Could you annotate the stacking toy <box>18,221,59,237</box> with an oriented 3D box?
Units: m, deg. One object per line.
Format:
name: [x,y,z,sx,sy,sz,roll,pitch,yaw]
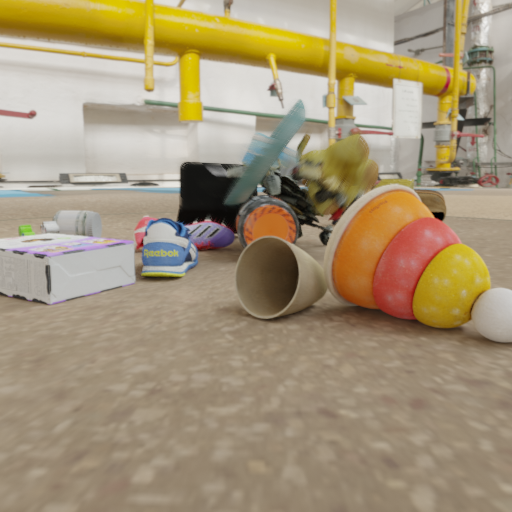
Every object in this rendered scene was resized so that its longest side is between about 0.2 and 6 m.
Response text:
stacking toy: [-5.178,-0.317,10.524,2.313,0.721,3.067,-5,10,-31]

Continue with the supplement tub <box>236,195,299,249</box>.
supplement tub: [0.191,-0.558,10.622,1.142,1.142,1.865,-1,9,-3]

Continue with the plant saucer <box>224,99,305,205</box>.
plant saucer: [0.210,-1.764,9.978,0.311,2.271,2.271,36,8,-4]

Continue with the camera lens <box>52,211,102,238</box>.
camera lens: [-3.941,-0.621,12.277,0.928,0.743,0.743,0,9,3]

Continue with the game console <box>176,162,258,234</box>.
game console: [-0.952,-1.313,13.073,1.798,1.581,1.046,0,1,-16]

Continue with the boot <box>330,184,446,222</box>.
boot: [3.648,-1.277,15.659,3.233,1.190,1.220,-1,27,13]

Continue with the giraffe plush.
giraffe plush: [1.449,-1.521,10.945,1.787,1.542,1.449,11,1,11]

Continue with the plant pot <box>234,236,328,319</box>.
plant pot: [0.411,0.286,6.574,0.920,0.920,0.982,8,-2,40]

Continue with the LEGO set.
LEGO set: [0.907,-1.278,11.445,2.532,1.105,3.898,37,-17,-31]

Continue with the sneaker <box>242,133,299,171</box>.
sneaker: [0.407,-1.925,12.348,1.567,1.023,0.623,29,-9,10]

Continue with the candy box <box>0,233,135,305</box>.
candy box: [-2.911,0.117,7.912,1.836,0.657,1.540,6,11,30]

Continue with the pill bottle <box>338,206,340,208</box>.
pill bottle: [1.611,-1.316,12.078,0.809,0.471,0.471,14,12,10]

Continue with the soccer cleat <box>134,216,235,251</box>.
soccer cleat: [-1.445,-0.325,11.277,2.019,0.674,0.772,7,46,-8]

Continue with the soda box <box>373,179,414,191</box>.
soda box: [3.288,-1.211,13.969,0.889,0.840,2.625,4,22,24]

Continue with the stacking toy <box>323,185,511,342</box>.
stacking toy: [1.889,0.279,5.955,1.551,1.551,2.123,-6,30,-35]

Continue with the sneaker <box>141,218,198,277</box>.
sneaker: [-1.397,-0.208,9.256,0.802,0.892,2.168,-3,8,-3]
